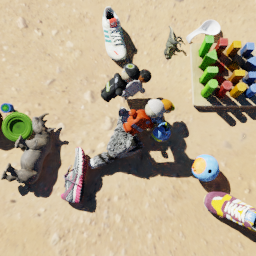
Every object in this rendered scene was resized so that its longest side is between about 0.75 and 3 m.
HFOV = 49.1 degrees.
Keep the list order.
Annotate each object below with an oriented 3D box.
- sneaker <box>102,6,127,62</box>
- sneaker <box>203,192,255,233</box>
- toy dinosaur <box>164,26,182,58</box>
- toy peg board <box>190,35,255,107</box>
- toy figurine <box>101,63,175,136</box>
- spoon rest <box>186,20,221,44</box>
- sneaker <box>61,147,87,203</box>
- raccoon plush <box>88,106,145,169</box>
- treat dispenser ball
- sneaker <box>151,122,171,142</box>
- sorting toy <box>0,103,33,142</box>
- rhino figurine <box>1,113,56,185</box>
[{"bbox_3d":[-0.638,-4.029,11.931,0.836,1.110,2.374,-13,77,-3],"label":"sneaker"},{"bbox_3d":[4.091,3.060,10.258,2.581,1.163,0.967,22,78,5],"label":"sneaker"},{"bbox_3d":[2.005,-3.815,12.285,0.710,0.382,1.611,9,74,9],"label":"toy dinosaur"},{"bbox_3d":[4.127,-2.392,11.411,2.833,1.392,2.845,0,77,0],"label":"toy peg board"},{"bbox_3d":[0.467,-1.115,10.436,1.678,2.374,2.412,-39,80,25],"label":"toy figurine"},{"bbox_3d":[3.345,-4.253,12.317,1.574,0.477,0.782,-28,78,-5],"label":"spoon rest"},{"bbox_3d":[-2.053,1.764,10.727,0.796,0.860,2.133,6,78,4],"label":"sneaker"},{"bbox_3d":[-0.587,0.282,10.952,2.610,1.263,1.748,-20,70,-4],"label":"raccoon plush"},{"bbox_3d":[2.944,1.518,10.651,1.011,1.011,1.011,0,77,0],"label":"treat dispenser ball"},{"bbox_3d":[1.405,0.085,10.583,0.536,1.626,0.637,42,110,13],"label":"sneaker"},{"bbox_3d":[-4.907,-0.313,11.289,2.326,0.955,1.398,14,92,-9],"label":"sorting toy"},{"bbox_3d":[-3.681,0.780,10.876,1.308,0.894,2.991,25,76,-23],"label":"rhino figurine"}]
